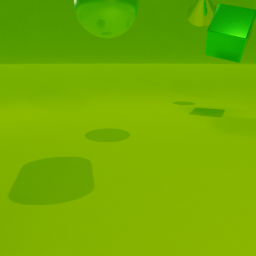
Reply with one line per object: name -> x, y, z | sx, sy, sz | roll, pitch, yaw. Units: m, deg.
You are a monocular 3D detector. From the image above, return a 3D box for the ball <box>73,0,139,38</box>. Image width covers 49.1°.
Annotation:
ball -> -0.365, -2.085, 4.719 | 1.090, 1.090, 1.090 | 0, 14, 0

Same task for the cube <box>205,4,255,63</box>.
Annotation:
cube -> 2.782, -2.582, 7.673 | 1.013, 1.013, 1.013 | 19, -18, 19

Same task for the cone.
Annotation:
cone -> 2.288, -3.792, 8.543 | 0.950, 0.950, 0.954 | 3, -15, 13
